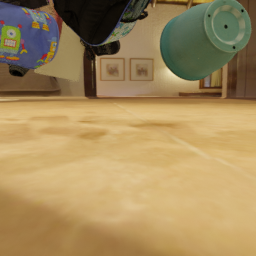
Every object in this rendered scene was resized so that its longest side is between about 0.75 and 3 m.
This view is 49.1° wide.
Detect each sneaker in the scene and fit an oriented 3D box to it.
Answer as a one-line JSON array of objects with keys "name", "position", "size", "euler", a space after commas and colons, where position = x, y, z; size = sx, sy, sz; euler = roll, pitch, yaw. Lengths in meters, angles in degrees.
[{"name": "sneaker", "position": [-3.903, -2.152, 9.284], "size": [1.422, 0.705, 0.503], "euler": [19, -27, 6]}]

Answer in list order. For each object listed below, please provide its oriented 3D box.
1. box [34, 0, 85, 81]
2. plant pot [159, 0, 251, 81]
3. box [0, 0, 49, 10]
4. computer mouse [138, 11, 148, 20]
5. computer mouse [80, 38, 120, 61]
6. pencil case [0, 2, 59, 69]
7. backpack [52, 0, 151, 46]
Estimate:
[{"name": "box", "position": [-2.119, -3.227, 9.252], "size": [1.490, 2.734, 1.748], "euler": [9, 32, -15]}, {"name": "plant pot", "position": [1.880, -2.151, 6.626], "size": [1.761, 1.761, 1.655], "euler": [-2, -2, -17]}, {"name": "box", "position": [-2.472, -2.841, 6.030], "size": [1.501, 0.379, 2.100], "euler": [-19, 37, -3]}, {"name": "computer mouse", "position": [-0.089, -4.417, 10.896], "size": [2.352, 0.400, 0.689], "euler": [17, 55, 46]}, {"name": "computer mouse", "position": [-0.761, -2.518, 8.386], "size": [1.341, 0.929, 0.354], "euler": [5, 39, 30]}, {"name": "pencil case", "position": [-2.446, -1.542, 4.565], "size": [1.026, 1.142, 2.629], "euler": [22, 21, 39]}, {"name": "backpack", "position": [-0.419, -2.868, 5.681], "size": [1.567, 1.951, 2.133], "euler": [-38, -6, -41]}]
